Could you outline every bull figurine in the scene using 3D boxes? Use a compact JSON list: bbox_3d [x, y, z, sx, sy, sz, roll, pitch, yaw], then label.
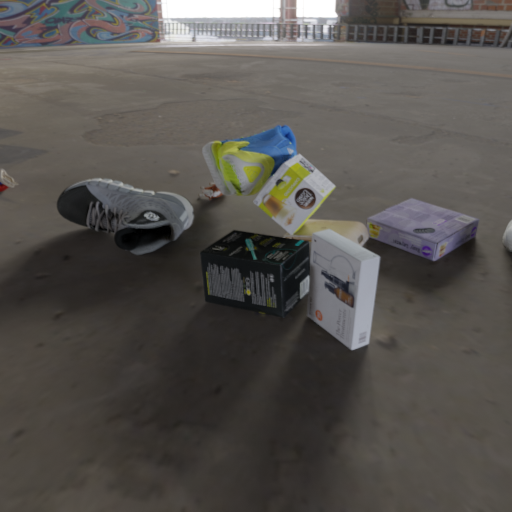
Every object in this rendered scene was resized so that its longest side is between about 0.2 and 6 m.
[{"bbox_3d":[-1.051,-1.609,13.821,0.606,0.325,0.998,12,23,37],"label":"bull figurine"}]

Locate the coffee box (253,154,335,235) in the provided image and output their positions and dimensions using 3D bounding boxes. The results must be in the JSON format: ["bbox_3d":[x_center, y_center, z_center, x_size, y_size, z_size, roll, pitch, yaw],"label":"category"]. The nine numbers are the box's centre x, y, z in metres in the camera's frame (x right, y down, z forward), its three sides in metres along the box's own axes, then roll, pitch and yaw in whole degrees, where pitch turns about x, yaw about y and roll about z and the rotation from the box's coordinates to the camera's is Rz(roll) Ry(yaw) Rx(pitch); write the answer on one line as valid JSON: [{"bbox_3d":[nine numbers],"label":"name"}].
[{"bbox_3d":[0.771,-1.212,10.992,1.021,1.030,1.032,42,27,3],"label":"coffee box"}]

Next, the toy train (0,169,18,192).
[{"bbox_3d":[-7.020,-1.926,13.731,1.600,1.170,2.765,-27,36,-25],"label":"toy train"}]

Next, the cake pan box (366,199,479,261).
[{"bbox_3d":[3.481,-0.614,11.721,1.677,0.476,1.821,26,37,38],"label":"cake pan box"}]

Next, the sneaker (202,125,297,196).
[{"bbox_3d":[-0.057,-2.166,12.637,1.783,1.286,3.395,-26,23,-10],"label":"sneaker"}]

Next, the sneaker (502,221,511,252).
[{"bbox_3d":[5.253,-0.332,10.729,0.730,0.854,1.960,4,26,10],"label":"sneaker"}]

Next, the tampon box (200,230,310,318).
[{"bbox_3d":[0.007,0.263,9.320,1.496,0.944,1.121,9,26,28],"label":"tampon box"}]

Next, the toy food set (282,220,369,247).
[{"bbox_3d":[1.355,-0.338,11.209,1.577,0.476,1.131,4,21,25],"label":"toy food set"}]

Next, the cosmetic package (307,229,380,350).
[{"bbox_3d":[1.258,0.488,8.373,0.382,1.480,1.116,-14,29,-27],"label":"cosmetic package"}]

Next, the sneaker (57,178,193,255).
[{"bbox_3d":[-2.858,-0.755,11.342,2.948,1.106,1.702,4,29,6],"label":"sneaker"}]
